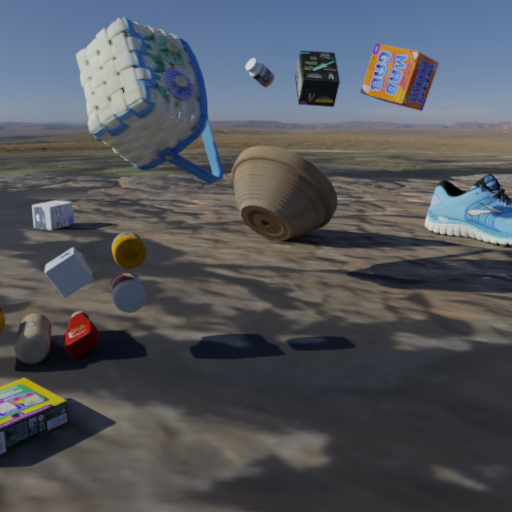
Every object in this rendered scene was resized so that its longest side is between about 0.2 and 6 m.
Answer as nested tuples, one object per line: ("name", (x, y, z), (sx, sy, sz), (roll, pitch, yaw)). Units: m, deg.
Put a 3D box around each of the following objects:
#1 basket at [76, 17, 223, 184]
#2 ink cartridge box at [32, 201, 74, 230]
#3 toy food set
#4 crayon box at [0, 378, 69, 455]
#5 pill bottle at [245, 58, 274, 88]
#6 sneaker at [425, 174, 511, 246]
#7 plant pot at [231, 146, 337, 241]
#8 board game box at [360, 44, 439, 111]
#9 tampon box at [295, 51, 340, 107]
("basket", (-1.603, -2.556, 9.638), (1.855, 2.351, 2.666), (-24, -18, 22))
("ink cartridge box", (-5.372, -1.058, 14.715), (0.608, 0.624, 0.971), (7, 16, 23))
("toy food set", (-2.324, 0.531, 6.993), (2.297, 1.097, 1.034), (-35, 21, -8))
("crayon box", (-2.346, 1.497, 5.169), (0.778, 0.263, 0.902), (9, 17, 38))
("pill bottle", (0.078, -3.791, 11.603), (0.597, 0.347, 0.347), (31, -9, -39))
("sneaker", (5.540, -1.117, 13.074), (3.366, 1.514, 1.319), (13, 19, 42))
("plant pot", (0.452, -1.200, 12.971), (2.609, 2.609, 1.204), (10, 59, 35))
("board game box", (3.353, -4.163, 13.112), (1.149, 1.149, 1.150), (28, 20, 35))
("tampon box", (1.447, -4.240, 13.425), (0.886, 0.746, 1.182), (2, 52, -5))
